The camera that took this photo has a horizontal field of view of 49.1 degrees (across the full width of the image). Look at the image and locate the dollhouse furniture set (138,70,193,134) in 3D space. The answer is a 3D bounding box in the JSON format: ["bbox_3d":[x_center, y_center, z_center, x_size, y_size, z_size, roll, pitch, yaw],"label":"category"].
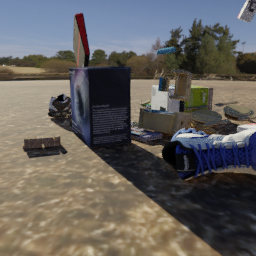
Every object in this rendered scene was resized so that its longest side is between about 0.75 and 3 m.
[{"bbox_3d":[1.528,-0.978,10.560,1.557,2.209,1.548,9,5,32],"label":"dollhouse furniture set"}]

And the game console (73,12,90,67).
[{"bbox_3d":[-1.983,-3.362,12.137,0.397,2.263,2.559,-11,-19,-16],"label":"game console"}]

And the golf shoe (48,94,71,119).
[{"bbox_3d":[-3.043,-1.212,14.482,0.966,1.174,2.485,6,12,29],"label":"golf shoe"}]

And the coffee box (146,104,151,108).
[{"bbox_3d":[1.658,-1.316,17.023,1.033,0.227,0.635,8,15,33],"label":"coffee box"}]

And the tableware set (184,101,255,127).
[{"bbox_3d":[4.136,-0.443,12.317,2.925,0.586,1.933,-8,28,-15],"label":"tableware set"}]

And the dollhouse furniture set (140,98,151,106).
[{"bbox_3d":[1.682,-1.627,18.330,1.794,0.693,0.897,-18,18,9],"label":"dollhouse furniture set"}]

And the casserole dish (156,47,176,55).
[{"bbox_3d":[1.593,-3.244,11.729,0.914,0.177,0.553,9,30,46],"label":"casserole dish"}]

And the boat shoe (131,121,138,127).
[{"bbox_3d":[0.362,-0.163,11.811,0.309,0.269,0.838,-9,15,-34],"label":"boat shoe"}]

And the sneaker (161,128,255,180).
[{"bbox_3d":[1.954,0.697,6.479,2.826,1.142,1.632,1,15,38],"label":"sneaker"}]

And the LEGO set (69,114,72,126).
[{"bbox_3d":[-2.050,-0.388,12.045,0.801,0.603,1.041,-10,16,-37],"label":"LEGO set"}]

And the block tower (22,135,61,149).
[{"bbox_3d":[-2.787,0.433,9.035,1.187,0.343,0.321,-6,14,-19],"label":"block tower"}]

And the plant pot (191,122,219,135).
[{"bbox_3d":[2.872,0.047,10.551,1.095,0.150,1.095,18,14,-5],"label":"plant pot"}]

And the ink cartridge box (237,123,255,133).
[{"bbox_3d":[4.587,0.272,9.225,0.965,0.559,1.657,-9,15,-34],"label":"ink cartridge box"}]

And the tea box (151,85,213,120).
[{"bbox_3d":[2.598,-1.307,13.897,2.303,1.564,2.341,-2,13,-14],"label":"tea box"}]

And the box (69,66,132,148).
[{"bbox_3d":[-1.056,-0.883,9.870,1.564,2.518,2.539,-5,13,-24],"label":"box"}]

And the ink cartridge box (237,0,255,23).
[{"bbox_3d":[3.915,-3.875,8.883,0.391,0.938,0.681,26,26,5],"label":"ink cartridge box"}]

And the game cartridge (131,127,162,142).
[{"bbox_3d":[0.455,0.211,10.268,0.897,0.266,1.384,-5,13,-41],"label":"game cartridge"}]
